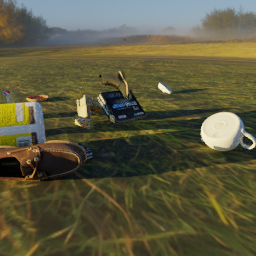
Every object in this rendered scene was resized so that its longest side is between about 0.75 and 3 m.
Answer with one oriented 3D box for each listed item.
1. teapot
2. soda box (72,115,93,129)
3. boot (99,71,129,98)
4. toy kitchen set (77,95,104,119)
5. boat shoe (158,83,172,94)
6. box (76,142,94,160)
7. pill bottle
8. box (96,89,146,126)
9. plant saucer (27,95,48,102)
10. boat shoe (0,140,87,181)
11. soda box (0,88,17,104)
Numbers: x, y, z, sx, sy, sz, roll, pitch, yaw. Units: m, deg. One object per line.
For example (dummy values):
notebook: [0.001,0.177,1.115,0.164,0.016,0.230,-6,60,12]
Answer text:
teapot: [3.117,0.247,8.994,1.389,1.028,1.407,-27,36,10]
soda box: [-1.579,-0.218,9.719,0.761,0.258,0.244,18,55,35]
boot: [-0.531,-1.653,11.074,1.008,0.565,1.457,-8,45,-13]
toy kitchen set: [-1.744,-0.553,12.310,1.029,1.138,1.261,-31,-36,29]
boat shoe: [2.361,-2.453,17.810,0.436,0.387,1.185,-4,39,-32]
box: [-1.740,0.802,8.406,1.150,0.265,0.914,-17,25,-40]
pill bottle: [-4.008,0.154,8.186,2.994,1.635,1.635,-6,20,-18]
box: [-0.243,-0.843,11.043,1.697,0.390,1.349,-13,66,-45]
plant saucer: [-5.093,-1.660,15.794,1.160,0.187,1.160,1,19,0]
boat shoe: [-2.462,0.928,7.047,2.749,0.968,0.967,-6,15,7]
soda box: [-4.281,-0.491,9.674,0.675,0.714,2.108,-11,-21,-29]
